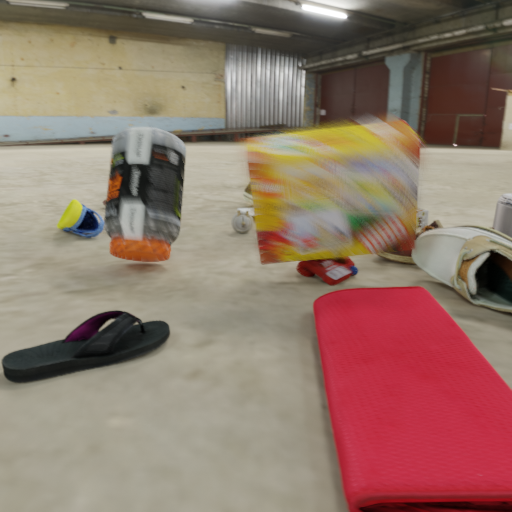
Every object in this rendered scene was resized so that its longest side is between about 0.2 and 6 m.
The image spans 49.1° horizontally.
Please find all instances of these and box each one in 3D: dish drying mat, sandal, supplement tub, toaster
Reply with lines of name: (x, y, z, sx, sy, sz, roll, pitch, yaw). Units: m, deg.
dish drying mat: (1.557, 1.202, 5.940, 1.720, 0.408, 4.479, 0, 15, 2)
sandal: (-1.900, 0.979, 6.575, 2.018, 0.483, 0.758, -11, 18, -37)
sandal: (-4.197, -0.825, 13.430, 0.923, 0.843, 2.120, 29, -2, -22)
supplement tub: (-2.091, -1.112, 10.553, 1.404, 2.292, 1.404, 2, -13, 1)
toaster: (5.338, -0.501, 10.816, 1.120, 1.273, 1.970, -1, 14, 0)

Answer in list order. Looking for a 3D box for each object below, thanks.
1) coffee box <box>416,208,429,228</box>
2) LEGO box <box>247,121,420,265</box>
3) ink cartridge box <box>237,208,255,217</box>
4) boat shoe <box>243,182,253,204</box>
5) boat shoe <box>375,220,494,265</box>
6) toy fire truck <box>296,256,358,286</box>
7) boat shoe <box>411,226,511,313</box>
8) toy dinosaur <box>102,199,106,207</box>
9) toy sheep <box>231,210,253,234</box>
coffee box: (3.725, -0.970, 14.313, 1.145, 0.457, 0.655, -5, 15, -18)
LEGO box: (1.224, -1.002, 9.055, 2.544, 1.895, 0.982, -6, 32, 3)
ink cartridge box: (0.020, -1.125, 15.434, 0.807, 0.250, 0.995, -4, 19, -23)
boat shoe: (0.504, -1.835, 16.118, 1.261, 1.052, 3.381, 16, 8, -21)
boat shoe: (3.475, -0.306, 10.923, 2.314, 0.833, 0.835, 2, 14, 9)
toy fire truck: (1.311, 0.145, 9.950, 0.900, 0.601, 1.072, 37, 33, 26)
boat shoe: (3.487, 0.175, 8.508, 1.004, 1.097, 2.935, -3, 14, -37)
toy dinosaur: (-4.485, -1.602, 17.069, 0.868, 0.373, 0.589, 5, 21, 41)
toy sheep: (-0.333, -0.812, 13.474, 0.585, 0.585, 0.849, 0, 4, 1)
